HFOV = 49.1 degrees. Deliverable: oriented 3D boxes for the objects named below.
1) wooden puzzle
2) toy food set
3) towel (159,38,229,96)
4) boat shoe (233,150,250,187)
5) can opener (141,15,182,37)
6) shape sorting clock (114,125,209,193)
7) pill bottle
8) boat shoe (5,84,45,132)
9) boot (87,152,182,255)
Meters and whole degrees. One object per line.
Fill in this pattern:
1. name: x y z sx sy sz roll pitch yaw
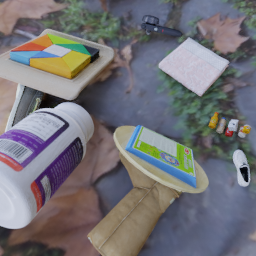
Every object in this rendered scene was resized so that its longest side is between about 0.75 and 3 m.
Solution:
1. wooden puzzle: -1.953 -1.976 7.788 2.517 0.507 2.721 19 42 8
2. toy food set: 2.722 -0.090 7.352 1.037 0.495 0.467 7 60 38
3. towel: 1.976 -1.877 8.370 1.584 0.255 1.513 39 71 17
4. boat shoe: 2.859 0.968 6.994 0.340 0.310 0.945 4 65 2
5. can opener: 1.059 -3.104 8.798 1.354 0.532 0.429 17 36 -4
6. shape sorting clock: 0.738 0.650 6.283 2.350 2.350 0.461 29 109 13
7. pill bottle: -1.881 0.549 5.996 1.581 1.581 2.837 23 36 10
8. boat shoe: -2.597 -0.364 7.258 0.813 0.972 2.719 14 63 -20
9. boot: -0.111 1.705 6.425 1.943 0.734 2.219 37 75 27
